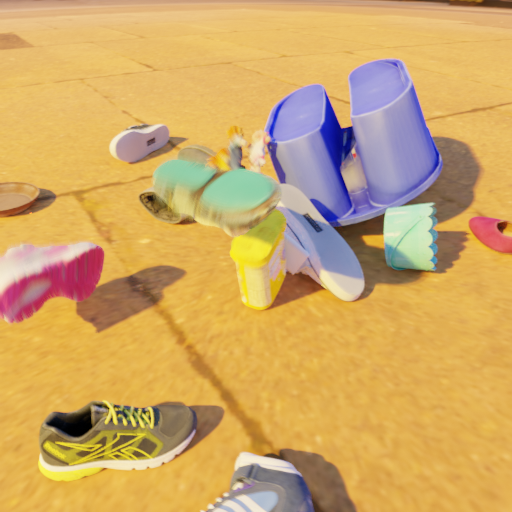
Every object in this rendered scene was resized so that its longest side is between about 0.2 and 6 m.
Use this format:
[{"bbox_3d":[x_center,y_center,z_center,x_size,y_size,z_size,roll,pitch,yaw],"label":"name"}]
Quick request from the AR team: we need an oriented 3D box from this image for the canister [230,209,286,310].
[{"bbox_3d":[0.078,0.073,8.595,0.596,1.377,1.023,17,56,17],"label":"canister"}]

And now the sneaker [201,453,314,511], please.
[{"bbox_3d":[-0.237,2.539,5.584,1.589,0.640,1.163,-10,23,-10],"label":"sneaker"}]

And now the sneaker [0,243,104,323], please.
[{"bbox_3d":[-3.123,0.201,8.175,0.977,0.901,2.214,21,17,21],"label":"sneaker"}]

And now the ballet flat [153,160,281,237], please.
[{"bbox_3d":[-0.432,-0.689,7.201,0.916,0.916,2.468,-20,28,-30],"label":"ballet flat"}]

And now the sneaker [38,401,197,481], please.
[{"bbox_3d":[-1.540,1.979,6.299,1.806,0.764,0.673,-11,33,-18],"label":"sneaker"}]

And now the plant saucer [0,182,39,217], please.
[{"bbox_3d":[-5.490,-1.193,12.160,1.532,0.280,1.532,0,30,0],"label":"plant saucer"}]

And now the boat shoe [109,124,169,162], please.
[{"bbox_3d":[-3.219,-3.030,14.849,0.726,0.806,2.279,14,26,22],"label":"boat shoe"}]

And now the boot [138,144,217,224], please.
[{"bbox_3d":[-1.661,-1.611,12.486,2.201,0.878,2.420,20,43,34],"label":"boot"}]

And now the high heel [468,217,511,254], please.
[{"bbox_3d":[5.015,-0.523,10.090,0.852,1.215,2.528,-22,37,-32],"label":"high heel"}]

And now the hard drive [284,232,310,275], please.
[{"bbox_3d":[0.425,-0.134,9.253,0.854,0.563,0.112,41,48,7],"label":"hard drive"}]

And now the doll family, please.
[{"bbox_3d":[-0.447,-1.809,10.912,0.913,2.026,1.257,10,66,-18],"label":"doll family"}]

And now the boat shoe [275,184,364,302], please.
[{"bbox_3d":[0.855,-0.047,9.687,0.886,1.023,2.399,-20,65,-39],"label":"boat shoe"}]

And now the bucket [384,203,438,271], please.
[{"bbox_3d":[2.717,-0.318,9.794,0.804,1.235,1.235,-1,28,23],"label":"bucket"}]

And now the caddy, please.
[{"bbox_3d":[2.045,-2.272,11.993,3.327,2.470,4.706,-17,27,18],"label":"caddy"}]
